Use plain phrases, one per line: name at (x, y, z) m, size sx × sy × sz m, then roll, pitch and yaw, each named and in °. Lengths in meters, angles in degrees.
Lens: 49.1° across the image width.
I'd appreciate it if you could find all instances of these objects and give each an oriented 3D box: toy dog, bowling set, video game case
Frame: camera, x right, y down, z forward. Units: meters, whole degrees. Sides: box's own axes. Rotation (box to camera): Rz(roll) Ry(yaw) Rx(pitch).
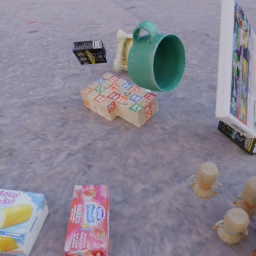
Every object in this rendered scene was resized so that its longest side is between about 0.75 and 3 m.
toy dog at (1.012, -3.463, 13.804) m, size 2.827 × 1.973 × 2.741 m, roll 13°, pitch 5°, yaw 19°
bowling set at (2.647, 2.136, 6.033) m, size 2.983 × 1.602 × 2.076 m, roll 14°, pitch 56°, yaw 17°
video game case at (2.774, -1.332, 6.892) m, size 0.322 × 2.803 × 2.554 m, roll -1°, pitch -12°, yaw 37°

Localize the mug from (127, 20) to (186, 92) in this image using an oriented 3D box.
mug at (0.795, -2.217, 8.694) m, size 1.294 × 2.093 × 1.720 m, roll 16°, pitch 27°, yaw 42°

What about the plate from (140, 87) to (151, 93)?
plate at (0.218, -1.301, 11.756) m, size 1.665 × 0.270 × 1.668 m, roll -2°, pitch 35°, yaw -4°

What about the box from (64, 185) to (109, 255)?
box at (-0.839, 2.166, 6.187) m, size 0.827 × 0.864 × 1.733 m, roll -1°, pitch 34°, yaw -2°

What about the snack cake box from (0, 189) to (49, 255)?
snack cake box at (-3.100, 2.074, 6.448) m, size 2.138 × 0.718 × 1.229 m, roll 5°, pitch 36°, yaw 6°

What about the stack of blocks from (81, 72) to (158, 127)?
stack of blocks at (-0.341, -1.028, 10.634) m, size 2.612 × 0.765 × 1.504 m, roll 30°, pitch 58°, yaw 32°

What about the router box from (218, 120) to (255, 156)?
router box at (3.812, -0.466, 8.876) m, size 0.669 × 2.154 × 1.614 m, roll -12°, pitch 37°, yaw -20°

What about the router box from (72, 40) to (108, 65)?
router box at (-1.400, -2.824, 10.555) m, size 1.087 × 0.361 × 1.383 m, roll -4°, pitch -9°, yaw 3°
